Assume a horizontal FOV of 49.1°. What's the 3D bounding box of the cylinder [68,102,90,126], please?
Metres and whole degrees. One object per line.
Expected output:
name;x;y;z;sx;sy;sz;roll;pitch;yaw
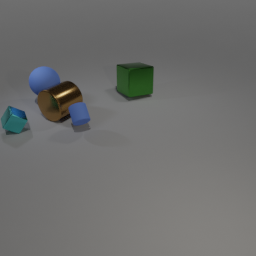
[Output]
cylinder;-1.899;-0.544;10.955;0.700;0.700;0.700;-13;75;-22

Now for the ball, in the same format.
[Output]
ball;-3.836;-2.122;12.924;1.400;1.400;1.400;0;30;0

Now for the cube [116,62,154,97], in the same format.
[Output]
cube;0.340;-2.471;14.167;1.400;1.400;1.400;-12;25;-26

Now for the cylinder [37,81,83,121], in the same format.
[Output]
cylinder;-2.929;-1.183;12.148;1.400;1.400;1.400;18;34;28

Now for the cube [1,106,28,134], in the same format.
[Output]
cube;-4.496;-0.325;11.051;0.700;0.700;0.700;24;19;-42
